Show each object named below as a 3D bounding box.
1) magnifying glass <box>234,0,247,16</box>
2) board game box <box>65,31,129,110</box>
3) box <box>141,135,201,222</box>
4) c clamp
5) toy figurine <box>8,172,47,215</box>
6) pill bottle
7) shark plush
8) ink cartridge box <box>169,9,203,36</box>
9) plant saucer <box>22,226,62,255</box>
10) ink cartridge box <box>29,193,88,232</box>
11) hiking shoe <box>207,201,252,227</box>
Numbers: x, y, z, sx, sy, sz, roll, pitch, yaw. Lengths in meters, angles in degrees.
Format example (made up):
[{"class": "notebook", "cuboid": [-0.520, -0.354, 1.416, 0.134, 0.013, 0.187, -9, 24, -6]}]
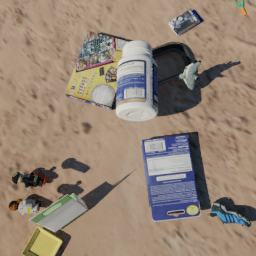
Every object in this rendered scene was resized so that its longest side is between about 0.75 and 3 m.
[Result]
[{"class": "magnifying glass", "cuboid": [4.722, -5.091, 11.694, 0.356, 0.100, 0.894, -17, 79, -4]}, {"class": "board game box", "cuboid": [-1.092, -2.248, 10.844, 1.858, 0.474, 2.742, 17, 78, 4]}, {"class": "box", "cuboid": [1.484, 1.742, 9.933, 1.730, 0.463, 2.856, -6, 76, -1]}, {"class": "c clamp", "cuboid": [1.313, -2.108, 10.922, 2.777, 0.376, 2.372, -27, 74, -4]}, {"class": "toy figurine", "cuboid": [-3.381, 2.149, 9.369, 0.986, 1.418, 1.396, 11, 82, -10]}, {"class": "pill bottle", "cuboid": [0.313, -1.623, 9.657, 1.410, 1.410, 2.542, 1, 72, 0]}, {"class": "shark plush", "cuboid": [2.363, -1.946, 9.867, 0.683, 1.504, 0.627, -22, 74, -24]}, {"class": "ink cartridge box", "cuboid": [2.395, -4.387, 11.453, 1.338, 0.262, 0.666, -34, 79, -8]}, {"class": "plant saucer", "cuboid": [-2.889, 4.043, 9.526, 1.029, 0.249, 1.029, 28, 78, 6]}, {"class": "ink cartridge box", "cuboid": [-2.226, 2.633, 9.005, 1.370, 1.882, 0.451, -33, 57, -7]}, {"class": "hiking shoe", "cuboid": [3.501, 3.095, 9.656, 1.399, 0.520, 0.606, 27, 84, 16]}]
